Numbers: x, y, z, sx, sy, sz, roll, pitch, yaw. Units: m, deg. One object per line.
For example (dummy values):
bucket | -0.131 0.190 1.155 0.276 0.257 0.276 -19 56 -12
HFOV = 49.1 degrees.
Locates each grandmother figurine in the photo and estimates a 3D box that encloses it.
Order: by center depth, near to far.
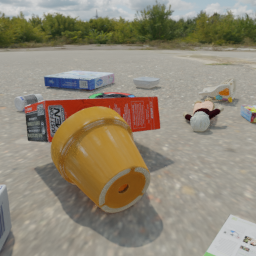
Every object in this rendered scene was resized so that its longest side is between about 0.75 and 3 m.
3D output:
grandmother figurine | 2.572 -0.465 9.590 1.378 0.688 2.272 -22 12 27

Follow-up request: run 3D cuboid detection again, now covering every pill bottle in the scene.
pill bottle | -3.978 -1.057 11.303 0.581 0.581 1.021 14 24 36

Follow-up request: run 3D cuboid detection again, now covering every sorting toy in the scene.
sorting toy | 4.115 -1.711 12.969 1.505 0.893 1.672 2 19 30

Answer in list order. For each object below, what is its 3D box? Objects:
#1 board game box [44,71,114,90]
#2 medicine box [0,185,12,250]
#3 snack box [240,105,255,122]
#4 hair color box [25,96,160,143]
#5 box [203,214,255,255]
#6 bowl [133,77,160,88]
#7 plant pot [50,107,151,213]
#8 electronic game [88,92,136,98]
board game box | -2.737 -2.817 16.271 2.953 0.640 2.938 8 21 22
medicine box | -2.474 1.377 3.683 1.464 0.754 1.334 -4 10 -9
snack box | 4.799 -0.514 9.988 1.214 0.411 1.024 2 18 0
hair color box | -0.800 -0.245 6.823 2.932 0.898 1.488 -7 3 -35
box | 1.618 1.735 3.769 0.948 0.239 1.313 14 22 35
bowl | 1.053 -2.558 15.806 1.279 0.477 1.277 11 22 31
plant pot | -0.405 0.653 5.131 1.613 1.613 1.476 -11 37 -29
electronic game | -0.683 -1.261 12.101 2.103 0.438 2.103 0 19 0
